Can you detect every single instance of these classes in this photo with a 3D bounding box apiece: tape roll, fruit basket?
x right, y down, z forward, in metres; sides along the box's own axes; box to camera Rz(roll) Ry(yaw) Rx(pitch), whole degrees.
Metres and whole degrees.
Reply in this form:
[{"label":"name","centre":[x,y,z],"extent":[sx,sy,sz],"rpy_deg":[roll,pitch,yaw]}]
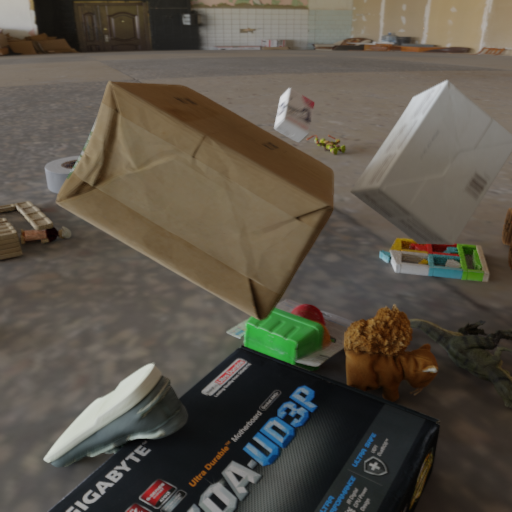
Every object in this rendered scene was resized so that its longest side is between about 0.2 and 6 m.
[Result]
[{"label":"tape roll","centre":[-4.164,-1.943,13.334],"extent":[1.584,0.523,1.584],"rpy_deg":[0,26,0]},{"label":"fruit basket","centre":[0.559,0.982,7.150],"extent":[1.330,0.673,1.436],"rpy_deg":[17,17,32]}]

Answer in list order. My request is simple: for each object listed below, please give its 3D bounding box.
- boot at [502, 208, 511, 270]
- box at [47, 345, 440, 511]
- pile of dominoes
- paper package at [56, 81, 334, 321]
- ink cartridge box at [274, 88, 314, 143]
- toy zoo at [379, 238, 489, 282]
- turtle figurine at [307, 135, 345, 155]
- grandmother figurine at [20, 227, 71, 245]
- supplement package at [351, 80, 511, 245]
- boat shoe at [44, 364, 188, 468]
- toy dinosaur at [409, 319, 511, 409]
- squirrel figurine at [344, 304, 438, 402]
[{"label":"boot","centre":[4.869,-0.228,9.424],"extent":[1.161,0.813,2.166],"rpy_deg":[13,27,15]},{"label":"box","centre":[0.011,2.012,4.713],"extent":[2.266,0.656,2.851],"rpy_deg":[16,29,30]},{"label":"pile of dominoes","centre":[-5.110,-0.438,10.576],"extent":[2.136,0.436,2.741],"rpy_deg":[-15,21,-27]},{"label":"paper package","centre":[-0.543,-0.967,7.575],"extent":[2.987,1.621,3.134],"rpy_deg":[29,19,-2]},{"label":"ink cartridge box","centre":[0.685,-2.504,9.990],"extent":[0.565,0.329,0.780],"rpy_deg":[24,59,-22]},{"label":"toy zoo","centre":[2.974,0.035,9.514],"extent":[1.715,0.175,1.125],"rpy_deg":[6,26,12]},{"label":"turtle figurine","centre":[2.076,-3.188,16.172],"extent":[1.138,0.367,0.918],"rpy_deg":[-5,32,-34]},{"label":"grandmother figurine","centre":[-3.890,-0.400,10.395],"extent":[0.869,0.263,0.527],"rpy_deg":[-4,53,-15]},{"label":"supplement package","centre":[2.526,-1.264,8.027],"extent":[1.394,1.790,0.992],"rpy_deg":[35,-6,-12]},{"label":"boat shoe","centre":[-1.291,1.594,5.017],"extent":[1.843,0.570,0.671],"rpy_deg":[-38,11,35]},{"label":"toy dinosaur","centre":[2.673,1.104,6.920],"extent":[0.957,0.515,2.172],"rpy_deg":[-20,28,-23]},{"label":"squirrel figurine","centre":[1.490,1.110,6.191],"extent":[0.987,1.057,0.748],"rpy_deg":[-5,19,12]}]
